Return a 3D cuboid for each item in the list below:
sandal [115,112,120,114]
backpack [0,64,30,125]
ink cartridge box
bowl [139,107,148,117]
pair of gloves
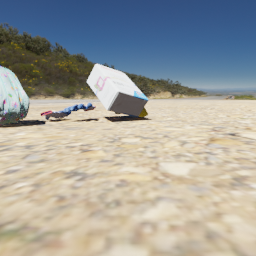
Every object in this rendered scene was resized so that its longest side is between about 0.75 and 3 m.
[{"bbox_3d":[-0.204,-0.892,12.094,0.883,0.252,0.351,-29,50,1],"label":"sandal"},{"bbox_3d":[-4.017,-1.029,8.831,1.250,1.648,1.975,-20,59,-35],"label":"backpack"},{"bbox_3d":[-0.437,-1.443,10.691,1.514,0.887,2.094,11,32,-40],"label":"ink cartridge box"},{"bbox_3d":[0.382,-0.758,11.396,0.479,0.890,0.890,-35,11,-3],"label":"bowl"},{"bbox_3d":[-2.270,-0.607,10.634,2.130,0.243,1.712,-14,-2,12],"label":"pair of gloves"}]
